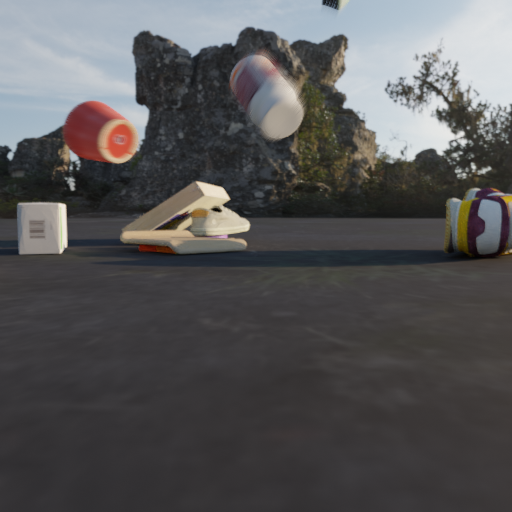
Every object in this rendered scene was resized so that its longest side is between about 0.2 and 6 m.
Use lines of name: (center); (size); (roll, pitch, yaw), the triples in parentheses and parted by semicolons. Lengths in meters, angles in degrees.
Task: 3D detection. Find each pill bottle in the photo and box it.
pill bottle: (0.104, -1.614, 5.703); (0.508, 0.508, 0.889); (-2, 44, -26)

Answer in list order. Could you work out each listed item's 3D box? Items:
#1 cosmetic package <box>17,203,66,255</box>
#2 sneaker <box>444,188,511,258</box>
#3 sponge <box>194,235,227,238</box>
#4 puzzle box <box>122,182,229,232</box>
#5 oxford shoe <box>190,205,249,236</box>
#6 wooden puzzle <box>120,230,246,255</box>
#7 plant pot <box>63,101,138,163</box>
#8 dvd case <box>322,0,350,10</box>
cosmetic package: (-3.733, -0.500, 9.830); (0.688, 0.873, 1.622); (-2, 6, -14)
sneaker: (4.019, -0.501, 9.152); (1.376, 1.145, 3.055); (7, 15, 29)
sponge: (-1.070, -0.359, 12.268); (0.687, 0.184, 1.231); (0, 5, 7)
puzzle box: (-1.696, -0.970, 12.647); (1.898, 0.363, 2.852); (-31, -1, 8)
oxford shoe: (-0.766, -0.813, 12.583); (0.855, 0.657, 2.274); (-2, 4, 24)
wooden puzzle: (-1.303, -0.206, 9.960); (1.609, 0.324, 1.739); (-4, 11, -44)
plant pot: (-2.810, -2.243, 10.411); (1.011, 1.143, 1.143); (26, 20, 37)
dvd case: (1.084, -3.208, 4.436); (0.220, 2.003, 1.462); (31, 61, 19)
